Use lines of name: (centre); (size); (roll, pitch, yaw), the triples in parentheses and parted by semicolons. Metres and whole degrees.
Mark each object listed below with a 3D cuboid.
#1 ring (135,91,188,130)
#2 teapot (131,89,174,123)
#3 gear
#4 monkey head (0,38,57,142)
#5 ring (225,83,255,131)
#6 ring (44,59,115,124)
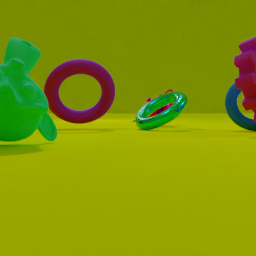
ring: (0.782, -0.427, 6.683); (1.371, 0.274, 1.371); (-28, 21, 12)
teapot: (0.820, -0.549, 8.301); (1.607, 0.787, 0.999); (-44, 0, -10)
gear: (2.655, -0.904, 5.334); (1.712, 1.712, 0.317); (-2, -7, -37)
monkey head: (-1.481, -0.439, 3.409); (1.603, 1.153, 0.966); (23, -36, -23)
ring: (2.794, -0.552, 6.147); (1.277, 1.277, 0.255); (1, -14, 11)
ring: (-1.120, -0.819, 6.610); (1.661, 1.661, 0.332); (-1, 34, -14)
